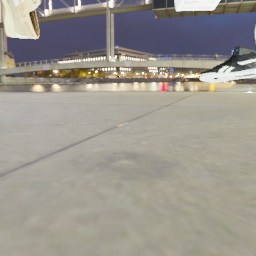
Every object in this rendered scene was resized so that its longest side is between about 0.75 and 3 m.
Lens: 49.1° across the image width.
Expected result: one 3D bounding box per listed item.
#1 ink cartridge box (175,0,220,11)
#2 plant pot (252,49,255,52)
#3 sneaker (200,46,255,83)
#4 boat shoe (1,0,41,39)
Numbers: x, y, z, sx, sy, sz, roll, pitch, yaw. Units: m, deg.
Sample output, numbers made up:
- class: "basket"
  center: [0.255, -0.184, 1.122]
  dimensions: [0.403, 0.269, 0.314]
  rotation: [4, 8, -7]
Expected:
- class: "ink cartridge box"
  center: [1.692, -3.238, 6.246]
  dimensions: [1.010, 0.571, 1.379]
  rotation: [-4, -9, -6]
- class: "plant pot"
  center: [4.674, -2.300, 10.232]
  dimensions: [0.629, 0.628, 0.889]
  rotation: [29, 28, -27]
- class: "sneaker"
  center: [3.253, -2.089, 9.113]
  dimensions: [1.820, 1.018, 0.665]
  rotation: [-3, -10, 16]
- class: "boat shoe"
  center: [-2.580, -3.349, 6.819]
  dimensions: [0.938, 1.036, 2.907]
  rotation: [8, -25, -13]
